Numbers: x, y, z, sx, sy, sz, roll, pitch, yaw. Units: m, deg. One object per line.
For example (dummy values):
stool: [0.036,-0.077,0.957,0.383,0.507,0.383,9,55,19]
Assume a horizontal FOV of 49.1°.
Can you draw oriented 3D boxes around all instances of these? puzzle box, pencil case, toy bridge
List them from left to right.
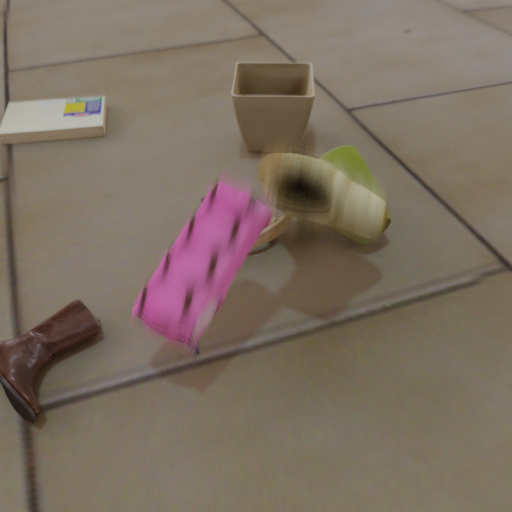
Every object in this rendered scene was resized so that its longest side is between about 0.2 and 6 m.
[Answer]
puzzle box: [-5.076,-3.455,14.192,2.504,0.318,1.666,-6,42,-7]
pencil case: [-0.691,0.108,8.175,1.146,1.110,2.446,12,68,52]
toy bridge: [0.033,-0.668,10.909,2.979,0.405,1.002,-33,45,-32]

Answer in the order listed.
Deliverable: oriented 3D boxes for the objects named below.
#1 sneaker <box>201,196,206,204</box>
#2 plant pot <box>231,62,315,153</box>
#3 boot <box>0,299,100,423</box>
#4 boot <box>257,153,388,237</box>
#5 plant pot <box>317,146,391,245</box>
sneaker: [-0.671,-0.794,10.838,0.749,0.542,1.534,-4,21,-15]
plant pot: [0.406,-3.433,13.214,1.809,1.601,1.807,1,42,2]
boot: [-3.015,1.489,8.537,1.821,0.585,1.697,-28,50,-33]
boot: [0.660,-1.179,9.144,2.619,0.953,2.036,35,15,31]
plant pot: [1.797,-1.031,10.782,1.478,1.478,1.580,-24,65,-24]
